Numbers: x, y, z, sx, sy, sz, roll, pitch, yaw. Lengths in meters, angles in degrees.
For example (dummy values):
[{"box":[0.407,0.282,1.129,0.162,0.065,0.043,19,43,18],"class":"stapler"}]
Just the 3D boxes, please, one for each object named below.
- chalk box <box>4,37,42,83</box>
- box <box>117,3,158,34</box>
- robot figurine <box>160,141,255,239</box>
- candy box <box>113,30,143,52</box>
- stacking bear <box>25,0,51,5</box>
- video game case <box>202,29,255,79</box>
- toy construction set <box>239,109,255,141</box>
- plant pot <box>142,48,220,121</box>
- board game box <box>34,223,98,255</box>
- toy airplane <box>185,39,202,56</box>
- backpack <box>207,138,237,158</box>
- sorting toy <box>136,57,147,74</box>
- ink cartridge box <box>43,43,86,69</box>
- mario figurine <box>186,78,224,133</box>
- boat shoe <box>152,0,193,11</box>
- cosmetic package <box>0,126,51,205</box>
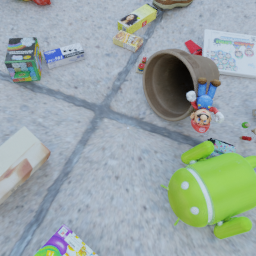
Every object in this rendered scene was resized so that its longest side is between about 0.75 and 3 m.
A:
[{"box":[-3.850,-2.396,10.397,1.057,1.050,1.694,-4,57,-4],"class":"chalk box"},{"box":[0.438,-4.785,12.325,0.709,0.472,1.884,40,64,22],"class":"box"},{"box":[2.278,1.608,7.395,2.734,1.582,2.399,-16,69,-11],"class":"robot figurine"},{"box":[-0.007,-3.611,11.636,1.105,0.306,0.638,26,59,17],"class":"candy box"},{"box":[-4.742,-6.673,13.066,2.651,1.610,1.508,30,75,9],"class":"stacking bear"},{"box":[3.986,-2.923,10.955,2.127,0.252,1.936,8,67,1],"class":"video game case"},{"box":[4.364,-0.153,9.049,1.769,1.360,1.476,-28,90,2],"class":"toy construction set"},{"box":[1.953,-1.605,9.352,2.018,2.313,2.313,-23,58,-35],"class":"plant pot"},{"box":[-1.788,3.617,6.253,1.242,1.264,2.411,35,63,21],"class":"board game box"},{"box":[3.127,-3.118,11.300,1.790,0.329,1.790,0,58,-1],"class":"toy airplane"},{"box":[2.825,0.704,8.513,0.857,0.761,0.645,13,80,3],"class":"backpack"},{"box":[0.760,-2.418,10.870,0.760,0.264,0.755,14,58,9],"class":"sorting toy"},{"box":[-2.519,-2.875,11.133,1.504,0.333,0.707,-20,58,-13],"class":"ink cartridge box"},{"box":[2.108,-0.589,7.595,0.918,1.488,0.789,13,7,44],"class":"mario figurine"},{"box":[2.233,-6.111,12.678,1.043,1.018,2.757,38,51,20],"class":"boat shoe"},{"box":[-3.408,1.253,7.675,1.074,1.272,2.461,45,66,-3],"class":"cosmetic package"}]
